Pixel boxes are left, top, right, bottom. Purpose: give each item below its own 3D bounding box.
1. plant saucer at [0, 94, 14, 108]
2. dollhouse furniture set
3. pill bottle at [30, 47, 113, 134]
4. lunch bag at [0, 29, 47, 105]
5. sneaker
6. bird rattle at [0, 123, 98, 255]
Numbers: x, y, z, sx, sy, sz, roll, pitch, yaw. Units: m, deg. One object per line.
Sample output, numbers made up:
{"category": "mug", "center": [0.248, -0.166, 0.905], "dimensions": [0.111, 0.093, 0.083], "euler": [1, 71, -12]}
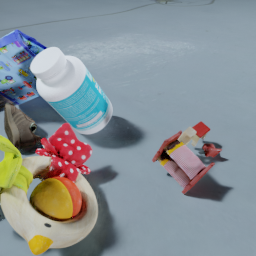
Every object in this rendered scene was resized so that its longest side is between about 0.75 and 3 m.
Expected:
{"category": "plant saucer", "center": [-5.108, -1.374, 9.459], "dimensions": [2.834, 0.418, 2.834], "euler": [6, 33, -4]}
{"category": "dollhouse furniture set", "center": [1.550, 0.480, 6.318], "dimensions": [1.026, 0.776, 1.907], "euler": [45, 48, 18]}
{"category": "pill bottle", "center": [-1.415, -0.923, 7.170], "dimensions": [1.296, 2.340, 1.296], "euler": [-13, 54, 18]}
{"category": "lunch bag", "center": [-3.251, -1.754, 8.027], "dimensions": [1.848, 2.454, 1.154], "euler": [-21, 75, 11]}
{"category": "sneaker", "center": [-2.937, -0.048, 7.694], "dimensions": [0.740, 0.690, 1.959], "euler": [0, 34, -32]}
{"category": "bird rattle", "center": [-1.490, 1.117, 5.144], "dimensions": [2.245, 1.551, 2.754], "euler": [52, 17, 20]}
